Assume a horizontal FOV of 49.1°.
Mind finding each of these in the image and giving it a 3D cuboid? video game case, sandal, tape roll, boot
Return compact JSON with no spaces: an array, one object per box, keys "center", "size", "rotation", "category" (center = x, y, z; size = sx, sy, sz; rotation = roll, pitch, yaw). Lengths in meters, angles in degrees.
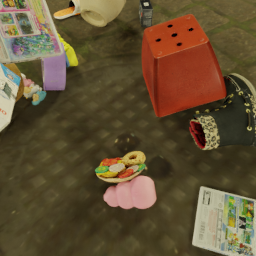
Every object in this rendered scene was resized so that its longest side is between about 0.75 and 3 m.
[{"center":[-3.322,-3.113,7.420],"size":[2.556,0.333,2.808],"rotation":[-23,95,-39],"category":"video game case"},{"center":[-2.659,-5.758,13.366],"size":[1.928,0.553,0.739],"rotation":[-32,57,-24],"category":"sandal"},{"center":[2.380,2.282,6.831],"size":[1.406,0.170,1.543],"rotation":[13,50,11],"category":"video game case"},{"center":[-2.547,-2.085,9.518],"size":[0.680,1.601,1.601],"rotation":[-3,49,-18],"category":"tape roll"},{"center":[-3.030,-3.123,10.903],"size":[1.113,1.016,2.557],"rotation":[-31,55,-19],"category":"sandal"},{"center":[2.872,-0.569,8.591],"size":[2.170,1.037,2.873],"rotation":[-6,53,-11],"category":"boot"}]

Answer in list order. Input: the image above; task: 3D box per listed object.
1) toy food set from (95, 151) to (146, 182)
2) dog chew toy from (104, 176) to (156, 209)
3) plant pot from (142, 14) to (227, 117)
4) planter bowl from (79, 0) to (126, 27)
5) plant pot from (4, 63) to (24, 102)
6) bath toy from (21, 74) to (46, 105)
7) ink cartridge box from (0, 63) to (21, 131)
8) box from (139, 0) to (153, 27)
[{"center":[-0.193,1.023,7.406],"size":[1.345,0.327,1.331],"rotation":[-6,18,8],"category":"toy food set"},{"center":[0.037,1.646,6.998],"size":[1.289,0.803,0.803],"rotation":[-9,50,4],"category":"dog chew toy"},{"center":[1.613,-2.147,8.980],"size":[2.355,2.077,2.357],"rotation":[-17,50,5],"category":"plant pot"},{"center":[-1.281,-5.401,12.333],"size":[2.063,2.063,1.388],"rotation":[18,80,14],"category":"planter bowl"},{"center":[-4.706,-1.080,8.326],"size":[2.705,2.705,2.903],"rotation":[31,40,24],"category":"plant pot"},{"center":[-3.551,-1.390,9.721],"size":[1.522,0.563,0.662],"rotation":[37,14,25],"category":"bath toy"},{"center":[-2.396,-0.608,4.654],"size":[0.541,0.923,1.261],"rotation":[-34,41,19],"category":"ink cartridge box"},{"center":[0.798,-5.198,12.705],"size":[0.483,0.845,0.928],"rotation":[-5,50,-5],"category":"box"}]
